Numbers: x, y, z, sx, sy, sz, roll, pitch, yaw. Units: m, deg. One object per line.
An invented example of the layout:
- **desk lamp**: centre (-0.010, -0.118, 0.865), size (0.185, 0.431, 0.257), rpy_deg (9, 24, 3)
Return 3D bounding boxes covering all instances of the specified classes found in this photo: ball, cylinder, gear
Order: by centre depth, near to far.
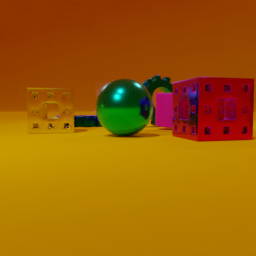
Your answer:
- **ball**: centre (-0.068, -0.404, 5.562), size (1.140, 1.140, 1.140), rpy_deg (0, 4, 0)
- **cylinder**: centre (1.191, -0.494, 7.554), size (0.886, 0.886, 0.886), rpy_deg (0, 8, 0)
- **gear**: centre (1.020, -0.846, 8.738), size (1.561, 1.561, 0.289), rpy_deg (-2, -5, -29)
- **gear**: centre (-1.429, -0.242, 9.312), size (1.810, 0.335, 1.810), rpy_deg (0, 4, 0)

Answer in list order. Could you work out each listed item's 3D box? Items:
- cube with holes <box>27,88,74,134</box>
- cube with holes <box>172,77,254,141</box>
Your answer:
- **cube with holes**: centre (-1.805, -0.414, 6.726), size (1.004, 1.004, 1.004), rpy_deg (-1, 4, -10)
- **cube with holes**: centre (1.533, -0.347, 5.225), size (1.062, 1.062, 1.062), rpy_deg (-1, 4, -15)
